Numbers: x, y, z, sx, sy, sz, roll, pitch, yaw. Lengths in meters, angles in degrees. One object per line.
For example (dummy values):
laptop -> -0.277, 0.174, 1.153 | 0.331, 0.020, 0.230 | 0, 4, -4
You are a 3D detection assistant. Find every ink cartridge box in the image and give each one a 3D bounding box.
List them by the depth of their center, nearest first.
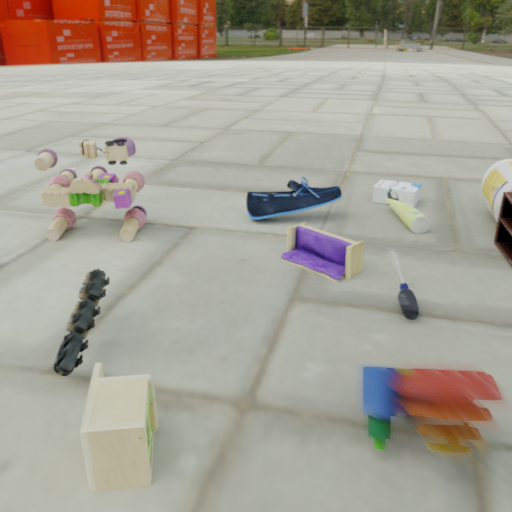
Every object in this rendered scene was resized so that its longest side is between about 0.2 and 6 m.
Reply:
ink cartridge box -> 3.111, -1.379, 12.383 | 0.922, 0.386, 0.669 | 12, 26, 25

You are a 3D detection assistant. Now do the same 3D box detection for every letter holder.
letter holder -> 5.246, -0.347, 9.323 | 1.998, 1.005, 1.420 | 3, 26, 6

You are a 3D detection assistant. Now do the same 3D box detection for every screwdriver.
screwdriver -> 2.149, 0.332, 8.263 | 0.244, 0.255, 1.751 | 2, 35, 3

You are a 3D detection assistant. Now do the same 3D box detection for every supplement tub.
supplement tub -> 5.121, -1.201, 10.969 | 1.205, 1.205, 1.657 | 4, 24, 8

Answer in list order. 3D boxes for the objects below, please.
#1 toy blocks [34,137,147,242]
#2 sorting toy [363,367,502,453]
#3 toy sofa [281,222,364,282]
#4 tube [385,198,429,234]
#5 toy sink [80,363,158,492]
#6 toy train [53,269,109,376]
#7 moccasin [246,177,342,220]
toy blocks -> -3.002, -1.454, 10.588 | 1.839, 1.967, 1.656 | 1, 30, 2
sorting toy -> 1.562, 1.458, 5.317 | 1.099, 0.751, 1.829 | 3, -11, 2
toy sofa -> 1.060, -0.084, 9.256 | 0.658, 0.559, 1.349 | -20, 31, -40
tube -> 3.049, -0.845, 11.251 | 0.375, 0.419, 1.445 | -25, 24, 5
toy sink -> -1.264, 1.568, 5.357 | 0.597, 0.695, 1.066 | -3, 23, -7
toy train -> -2.121, 0.764, 6.839 | 0.300, 0.403, 1.760 | 31, 30, -20
moccasin -> 0.756, -1.207, 11.192 | 1.943, 0.663, 0.782 | -13, 7, -9
